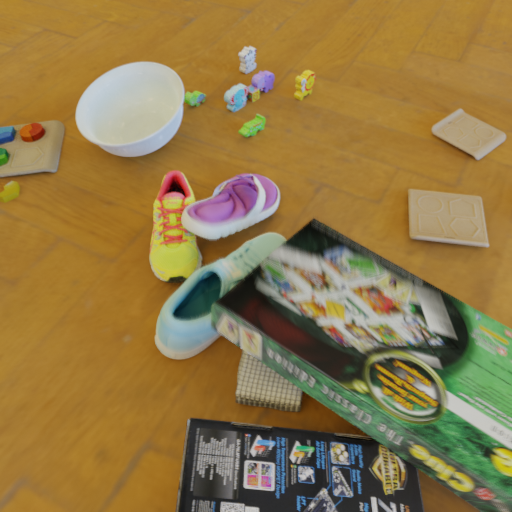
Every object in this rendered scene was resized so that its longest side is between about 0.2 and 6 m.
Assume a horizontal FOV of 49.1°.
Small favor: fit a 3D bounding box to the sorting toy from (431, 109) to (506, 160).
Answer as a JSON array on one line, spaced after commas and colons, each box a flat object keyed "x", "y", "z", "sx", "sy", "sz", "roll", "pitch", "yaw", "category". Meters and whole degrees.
[{"x": 4.943, "y": -2.823, "z": 13.073, "sx": 1.234, "sy": 0.243, "sz": 1.334, "roll": -34, "pitch": 61, "yaw": -26, "category": "sorting toy"}]

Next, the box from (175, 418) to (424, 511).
[{"x": 0.527, "y": 3.672, "z": 6.698, "sx": 3.122, "sy": 0.781, "sz": 3.145, "roll": 8, "pitch": 50, "yaw": -7, "category": "box"}]

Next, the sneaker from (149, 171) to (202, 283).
[{"x": -1.572, "y": -0.602, "z": 10.491, "sx": 0.975, "sy": 1.127, "sz": 2.495, "roll": -5, "pitch": 49, "yaw": -5, "category": "sneaker"}]

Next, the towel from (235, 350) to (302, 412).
[{"x": 0.271, "y": 1.774, "z": 8.804, "sx": 1.049, "sy": 0.542, "sz": 1.267, "roll": 7, "pitch": 51, "yaw": 8, "category": "towel"}]

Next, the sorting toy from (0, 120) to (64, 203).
[{"x": -5.395, "y": -2.161, "z": 12.374, "sx": 1.964, "sy": 0.353, "sz": 2.637, "roll": -5, "pitch": 49, "yaw": -4, "category": "sorting toy"}]

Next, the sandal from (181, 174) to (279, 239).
[{"x": -0.301, "y": -1.136, "z": 10.702, "sx": 1.208, "sy": 0.729, "sz": 2.968, "roll": 26, "pitch": 33, "yaw": 12, "category": "sandal"}]

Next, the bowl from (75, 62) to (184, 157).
[{"x": -2.645, "y": -3.066, "z": 12.501, "sx": 2.448, "sy": 1.100, "sz": 2.448, "roll": -5, "pitch": 61, "yaw": 9, "category": "bowl"}]

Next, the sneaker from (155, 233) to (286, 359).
[{"x": -0.386, "y": 0.477, "z": 9.342, "sx": 1.125, "sy": 1.247, "sz": 3.044, "roll": 39, "pitch": 60, "yaw": 12, "category": "sneaker"}]

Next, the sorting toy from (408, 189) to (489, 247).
[{"x": 3.798, "y": -0.742, "z": 11.210, "sx": 1.478, "sy": 0.291, "sz": 1.597, "roll": 7, "pitch": 44, "yaw": 6, "category": "sorting toy"}]

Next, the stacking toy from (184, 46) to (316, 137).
[{"x": -0.156, "y": -4.157, "z": 13.952, "sx": 2.107, "sy": 0.656, "sz": 2.794, "roll": 32, "pitch": 57, "yaw": 25, "category": "stacking toy"}]

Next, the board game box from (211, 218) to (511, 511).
[{"x": 2.442, "y": 1.579, "z": 8.263, "sx": 5.708, "sy": 0.670, "sz": 2.991, "roll": 32, "pitch": 42, "yaw": 20, "category": "board game box"}]
